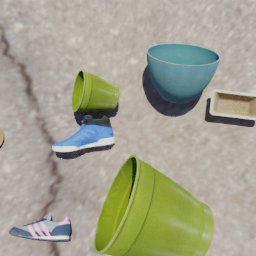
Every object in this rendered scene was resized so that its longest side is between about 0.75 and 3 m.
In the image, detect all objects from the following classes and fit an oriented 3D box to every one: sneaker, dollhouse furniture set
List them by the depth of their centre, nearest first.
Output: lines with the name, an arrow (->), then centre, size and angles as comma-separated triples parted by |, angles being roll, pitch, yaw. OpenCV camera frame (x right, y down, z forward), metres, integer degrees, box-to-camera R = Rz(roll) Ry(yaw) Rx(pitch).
dollhouse furniture set -> 3.426, -0.140, 7.065 | 2.504, 1.777, 1.984 | 7, 86, 0
sneaker -> -2.348, 2.680, 7.579 | 1.645, 0.577, 0.675 | 4, 65, 1
sneaker -> -1.250, 0.100, 7.604 | 1.681, 0.645, 0.935 | -10, 92, -5

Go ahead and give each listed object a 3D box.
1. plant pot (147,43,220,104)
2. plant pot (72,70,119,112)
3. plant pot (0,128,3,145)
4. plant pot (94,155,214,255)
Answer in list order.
plant pot -> 1.358, -1.364, 7.325 | 1.817, 1.817, 1.223 | 2, 122, 0
plant pot -> -0.833, -0.892, 7.460 | 1.058, 1.099, 1.099 | 9, 86, -25
plant pot -> -3.885, 0.266, 7.852 | 0.790, 0.109, 0.790 | 1, 83, -5
plant pot -> 0.703, 2.208, 6.823 | 2.299, 2.388, 2.388 | 25, 87, -10
